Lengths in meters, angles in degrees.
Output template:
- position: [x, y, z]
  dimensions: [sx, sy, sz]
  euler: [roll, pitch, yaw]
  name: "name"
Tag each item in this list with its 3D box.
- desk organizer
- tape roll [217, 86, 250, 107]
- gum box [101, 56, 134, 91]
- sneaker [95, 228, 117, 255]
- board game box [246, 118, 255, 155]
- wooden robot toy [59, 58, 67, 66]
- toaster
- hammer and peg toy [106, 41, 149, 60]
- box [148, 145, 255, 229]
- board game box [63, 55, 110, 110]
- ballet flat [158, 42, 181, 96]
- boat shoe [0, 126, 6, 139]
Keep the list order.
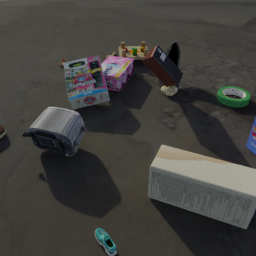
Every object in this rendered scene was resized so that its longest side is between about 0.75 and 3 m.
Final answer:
- position: [1.396, -2.435, 11.255]
  dimensions: [0.663, 1.722, 0.618]
  euler: [-7, 51, 50]
  name: "desk organizer"
- position: [4.372, -1.306, 11.611]
  dimensions: [1.271, 0.305, 1.271]
  euler: [-1, 36, 0]
  name: "tape roll"
- position: [-0.643, -2.526, 12.904]
  dimensions: [1.273, 0.742, 2.242]
  euler: [11, 37, 15]
  name: "gum box"
- position: [-0.487, 2.531, 6.353]
  dimensions: [0.291, 0.299, 0.751]
  euler: [-25, 42, -31]
  name: "sneaker"
- position: [4.624, 0.559, 7.741]
  dimensions: [0.614, 1.844, 2.742]
  euler: [-12, 38, -16]
  name: "board game box"
- position: [-3.398, -3.370, 14.441]
  dimensions: [0.382, 0.371, 0.842]
  euler: [-9, 35, 5]
  name: "wooden robot toy"
- position: [-2.248, 0.069, 8.889]
  dimensions: [1.850, 1.051, 1.195]
  euler: [11, 51, 19]
  name: "toaster"
- position: [-0.022, -4.036, 14.930]
  dimensions: [2.263, 0.798, 1.665]
  euler: [-2, 36, -2]
  name: "hammer and peg toy"
- position: [1.876, 1.438, 7.104]
  dimensions: [2.548, 1.210, 0.991]
  euler: [15, 38, 17]
  name: "box"
- position: [-1.696, -1.886, 11.382]
  dimensions: [1.541, 0.671, 2.089]
  euler: [-14, 58, -3]
  name: "board game box"
- position: [1.857, -2.652, 12.509]
  dimensions: [0.956, 0.817, 2.878]
  euler: [6, 59, 1]
  name: "ballet flat"
- position: [-4.993, 0.214, 9.208]
  dimensions: [1.819, 0.673, 0.672]
  euler: [-21, 41, -26]
  name: "boat shoe"
